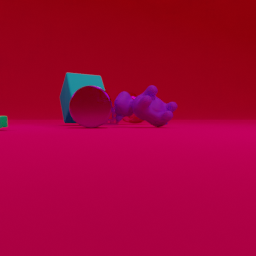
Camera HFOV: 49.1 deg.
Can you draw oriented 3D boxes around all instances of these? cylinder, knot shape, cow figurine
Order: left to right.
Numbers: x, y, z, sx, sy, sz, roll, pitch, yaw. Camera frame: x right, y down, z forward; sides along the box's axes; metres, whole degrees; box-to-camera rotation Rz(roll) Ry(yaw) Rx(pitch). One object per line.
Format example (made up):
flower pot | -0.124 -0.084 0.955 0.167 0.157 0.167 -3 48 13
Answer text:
cylinder | -0.979 -0.552 7.580 1.079 1.079 1.079 0 2 -4
knot shape | 0.279 -0.820 12.338 1.926 0.890 1.803 -28 -28 -27
cow figurine | 0.412 -0.508 8.022 1.605 0.881 1.580 36 -37 -7

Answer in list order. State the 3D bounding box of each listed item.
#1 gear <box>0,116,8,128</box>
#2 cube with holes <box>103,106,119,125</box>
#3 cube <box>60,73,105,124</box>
gear | -3.131 -0.099 5.722 1.217 0.225 1.217 -2 5 0
cube with holes | -0.765 -0.484 11.222 0.731 0.731 0.731 0 2 -5
cube | -1.680 -1.072 10.408 1.333 1.333 1.333 0 -37 -27
